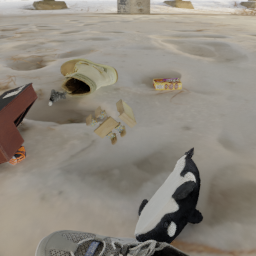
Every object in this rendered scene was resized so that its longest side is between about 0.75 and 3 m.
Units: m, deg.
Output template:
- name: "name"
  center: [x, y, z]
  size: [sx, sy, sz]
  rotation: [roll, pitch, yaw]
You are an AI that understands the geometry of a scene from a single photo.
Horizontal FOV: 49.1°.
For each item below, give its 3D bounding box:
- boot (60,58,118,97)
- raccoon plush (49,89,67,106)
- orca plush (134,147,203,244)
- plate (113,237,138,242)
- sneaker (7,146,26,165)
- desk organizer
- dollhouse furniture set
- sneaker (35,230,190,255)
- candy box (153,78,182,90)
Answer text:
- name: "boot"
  center: [-2.225, -2.204, 12.187]
  size: [2.956, 1.065, 2.286]
  rotation: [15, 31, 23]
- name: "raccoon plush"
  center: [-2.752, -1.126, 11.012]
  size: [0.602, 0.435, 0.898]
  rotation: [9, 55, -12]
- name: "orca plush"
  center: [1.034, 1.518, 5.626]
  size: [1.416, 0.957, 2.692]
  rotation: [-39, 3, 23]
- name: "plate"
  center: [-0.336, 2.227, 4.573]
  size: [1.003, 0.162, 1.005]
  rotation: [2, 29, 3]
- name: "sneaker"
  center: [-3.133, 0.645, 7.492]
  size: [0.991, 0.384, 0.555]
  rotation: [25, 31, 22]
- name: "desk organizer"
  center: [-3.418, -0.182, 7.922]
  size: [1.043, 1.119, 2.907]
  rotation: [-15, 25, 12]
- name: "dollhouse furniture set"
  center: [-0.392, -0.105, 7.379]
  size: [1.119, 0.980, 0.743]
  rotation: [-41, 30, 17]
- name: "sneaker"
  center: [0.084, 1.869, 3.897]
  size: [2.845, 1.167, 1.063]
  rotation: [11, 31, 8]
- name: "candy box"
  center: [1.750, -1.957, 12.470]
  size: [1.182, 0.334, 0.689]
  rotation: [-3, 28, -3]
